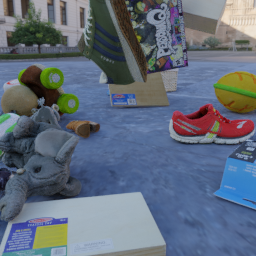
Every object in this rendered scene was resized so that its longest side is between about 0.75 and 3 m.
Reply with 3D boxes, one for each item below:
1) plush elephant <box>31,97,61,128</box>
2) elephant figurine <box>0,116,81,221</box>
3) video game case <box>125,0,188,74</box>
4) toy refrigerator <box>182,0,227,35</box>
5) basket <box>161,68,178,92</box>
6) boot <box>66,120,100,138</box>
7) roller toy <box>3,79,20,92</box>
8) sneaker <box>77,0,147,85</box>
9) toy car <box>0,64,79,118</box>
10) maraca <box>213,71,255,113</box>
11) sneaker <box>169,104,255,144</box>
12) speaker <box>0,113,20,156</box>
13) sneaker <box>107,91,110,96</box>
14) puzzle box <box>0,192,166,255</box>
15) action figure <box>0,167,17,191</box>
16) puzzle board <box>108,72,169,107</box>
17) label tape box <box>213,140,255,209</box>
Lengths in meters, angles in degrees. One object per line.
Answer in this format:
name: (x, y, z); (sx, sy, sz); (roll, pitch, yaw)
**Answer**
plush elephant: (-2.541, -0.373, 8.703); (0.889, 1.079, 0.836); (-9, -1, -4)
elephant figurine: (-1.356, 0.676, 4.746); (1.488, 1.357, 1.918); (-47, 41, -9)
video game case: (0.574, -3.332, 9.548); (2.684, 2.961, 0.530); (-11, 18, -3)
toy refrigerator: (2.016, -4.444, 10.301); (2.880, 1.093, 1.007); (20, -11, 16)
basket: (1.725, -2.847, 16.030); (1.723, 1.385, 1.707); (-10, 19, -27)
boot: (-1.445, -0.034, 8.135); (0.875, 0.432, 1.127); (9, 17, 23)
roller toy: (-4.480, -1.509, 12.022); (1.537, 1.074, 1.402); (-23, 28, -30)
sneaker: (-0.469, -1.639, 4.974); (1.096, 2.442, 0.819); (-7, 52, 18)
toy car: (-3.312, -0.711, 9.211); (2.060, 1.979, 2.508); (9, 47, 45)
maraca: (4.523, -1.349, 10.844); (2.861, 1.530, 1.961); (4, 19, -39)
sneaker: (2.302, -0.141, 7.477); (2.389, 1.014, 0.920); (-2, 17, -8)
speaker: (-3.127, 0.167, 6.858); (0.799, 0.799, 1.806); (-1, 17, -2)
sneaker: (-0.789, -1.756, 14.272); (0.523, 0.377, 0.995); (-15, 11, -8)
puzzle box: (-0.616, 1.358, 3.743); (1.947, 0.248, 1.295); (-3, 17, -10)
action figure: (-2.263, 1.023, 4.492); (1.007, 0.537, 1.547); (-6, 12, 6)
puzzle board: (0.399, -1.701, 12.120); (2.516, 0.219, 1.896); (-2, 60, -14)
label tape box: (2.507, 0.811, 4.989); (1.322, 0.610, 1.846); (12, 19, 36)
